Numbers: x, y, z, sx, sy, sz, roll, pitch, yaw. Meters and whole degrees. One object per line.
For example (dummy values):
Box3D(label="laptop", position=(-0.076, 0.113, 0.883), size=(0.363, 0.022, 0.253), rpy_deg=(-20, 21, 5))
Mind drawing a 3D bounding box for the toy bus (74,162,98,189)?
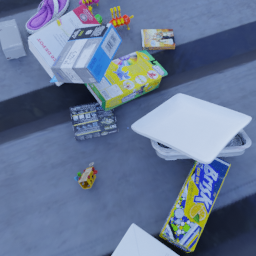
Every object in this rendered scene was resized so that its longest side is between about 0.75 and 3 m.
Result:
Box3D(label="toy bus", position=(-1.088, 1.389, 7.887), size=(0.712, 0.671, 0.368), rpy_deg=(-35, 113, -15))

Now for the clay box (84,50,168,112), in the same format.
Box3D(label="clay box", position=(-0.047, -1.615, 9.081), size=(2.430, 0.578, 1.396), rpy_deg=(-26, 64, -24))

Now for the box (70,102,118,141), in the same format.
Box3D(label="box", position=(-1.061, -0.259, 8.721), size=(1.352, 0.332, 1.090), rpy_deg=(-13, 63, -6))

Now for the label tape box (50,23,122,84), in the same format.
Box3D(label="label tape box", position=(-1.361, -1.983, 7.625), size=(2.045, 0.647, 1.475), rpy_deg=(8, 64, 37))

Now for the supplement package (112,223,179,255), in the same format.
Box3D(label="supplement package", position=(0.584, 3.668, 6.219), size=(2.412, 1.337, 1.878), rpy_deg=(32, 69, 13))

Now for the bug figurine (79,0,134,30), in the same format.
Box3D(label="bug figurine", position=(-0.900, -4.653, 10.704), size=(1.980, 0.657, 2.553), rpy_deg=(-11, 68, 1))

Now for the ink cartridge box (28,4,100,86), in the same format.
Box3D(label="ink cartridge box", position=(-1.880, -2.729, 9.284), size=(2.254, 0.965, 1.664), rpy_deg=(-39, 97, -16))

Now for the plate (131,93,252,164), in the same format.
Box3D(label="plate", position=(1.655, -0.035, 7.372), size=(2.322, 0.375, 2.317), rpy_deg=(26, 45, 35))

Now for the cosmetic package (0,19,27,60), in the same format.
Box3D(label="cosmetic package", position=(-4.165, -3.156, 10.003), size=(0.721, 0.608, 1.349), rpy_deg=(-20, 63, -13))

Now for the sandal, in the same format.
Box3D(label="sandal", position=(-3.017, -4.559, 10.666), size=(1.020, 0.616, 2.506), rpy_deg=(18, 65, 9))

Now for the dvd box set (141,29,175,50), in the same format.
Box3D(label="dvd box set", position=(1.094, -3.263, 10.276), size=(1.198, 0.176, 0.876), rpy_deg=(-1, 63, -1))

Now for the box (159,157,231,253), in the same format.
Box3D(label="box", position=(1.778, 1.893, 7.397), size=(0.878, 0.806, 2.506), rpy_deg=(27, 67, 13))

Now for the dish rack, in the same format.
Box3D(label="dish rack", position=(1.870, 0.192, 7.966), size=(2.585, 0.563, 2.219), rpy_deg=(-3, 30, -2))
